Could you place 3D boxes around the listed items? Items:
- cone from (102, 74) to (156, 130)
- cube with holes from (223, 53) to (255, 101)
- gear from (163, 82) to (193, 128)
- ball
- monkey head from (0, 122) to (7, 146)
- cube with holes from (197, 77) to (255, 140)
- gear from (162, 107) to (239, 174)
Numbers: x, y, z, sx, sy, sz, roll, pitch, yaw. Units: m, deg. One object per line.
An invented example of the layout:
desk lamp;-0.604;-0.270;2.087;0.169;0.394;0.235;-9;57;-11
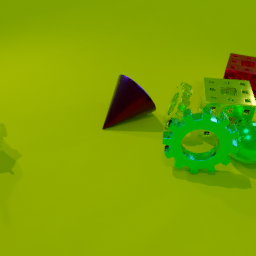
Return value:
cone;-0.240;-0.512;8.478;1.562;1.556;1.556;-46;54;-8
cube with holes;3.824;-1.574;9.330;1.241;1.241;1.241;15;42;17
gear;1.425;-0.651;8.135;0.256;1.384;1.384;21;40;-7
ball;3.077;0.359;7.137;1.112;1.112;1.112;0;40;0
monkey head;-3.818;0.097;7.255;1.173;1.630;0.982;50;35;17
cube with holes;2.749;-0.532;8.064;1.282;1.282;1.282;6;40;7
gear;1.700;0.329;6.644;1.721;1.721;0.318;5;34;6
